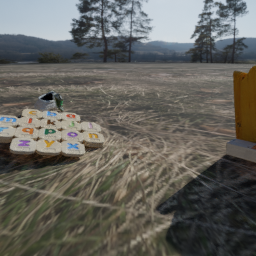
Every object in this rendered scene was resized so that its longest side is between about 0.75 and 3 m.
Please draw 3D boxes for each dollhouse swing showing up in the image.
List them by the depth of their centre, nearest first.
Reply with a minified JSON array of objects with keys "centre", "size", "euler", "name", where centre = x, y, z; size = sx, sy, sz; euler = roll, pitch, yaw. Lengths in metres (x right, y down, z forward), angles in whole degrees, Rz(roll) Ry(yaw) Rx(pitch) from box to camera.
[{"centre":[4.211,-0.322,5.986],"size":[2.406,2.488,2.737],"euler":[-20,22,-22],"name":"dollhouse swing"}]

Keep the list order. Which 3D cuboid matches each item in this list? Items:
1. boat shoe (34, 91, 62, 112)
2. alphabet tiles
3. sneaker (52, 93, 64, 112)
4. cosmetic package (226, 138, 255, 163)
[{"centre":[-3.087,-1.146,11.062],"size":[0.620,0.590,1.723],"euler":[35,25,8],"name":"boat shoe"},{"centre":[-1.962,0.088,7.065],"size":[2.637,0.192,2.579],"euler":[4,22,-16],"name":"alphabet tiles"},{"centre":[-2.589,-0.992,10.662],"size":[0.335,0.757,0.291],"euler":[-20,10,20],"name":"sneaker"},{"centre":[2.664,0.500,6.253],"size":[0.415,0.291,0.818],"euler":[-17,22,-39],"name":"cosmetic package"}]
